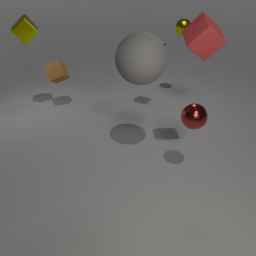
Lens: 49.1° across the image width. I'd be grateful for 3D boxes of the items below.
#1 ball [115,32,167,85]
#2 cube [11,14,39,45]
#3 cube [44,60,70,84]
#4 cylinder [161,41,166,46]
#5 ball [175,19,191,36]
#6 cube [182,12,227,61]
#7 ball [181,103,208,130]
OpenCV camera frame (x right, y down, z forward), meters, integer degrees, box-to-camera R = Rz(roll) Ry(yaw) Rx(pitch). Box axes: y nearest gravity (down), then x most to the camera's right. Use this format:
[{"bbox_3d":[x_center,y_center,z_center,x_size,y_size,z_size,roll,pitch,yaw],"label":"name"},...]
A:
[{"bbox_3d":[0.351,-1.863,7.565,1.400,1.400,1.400,0,30,0],"label":"ball"},{"bbox_3d":[-3.821,-3.659,10.398,0.700,0.700,0.700,-40,36,9],"label":"cube"},{"bbox_3d":[-2.984,-2.364,11.849,0.700,0.700,0.700,-22,-1,7],"label":"cube"},{"bbox_3d":[0.981,-3.098,10.797,0.700,0.700,0.700,30,38,15],"label":"cylinder"},{"bbox_3d":[2.381,-4.313,12.007,0.700,0.700,0.700,0,30,0],"label":"ball"},{"bbox_3d":[1.873,-2.256,6.925,0.700,0.700,0.700,26,42,-32],"label":"cube"},{"bbox_3d":[1.766,-0.306,7.472,0.700,0.700,0.700,0,30,0],"label":"ball"}]
